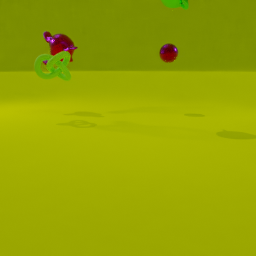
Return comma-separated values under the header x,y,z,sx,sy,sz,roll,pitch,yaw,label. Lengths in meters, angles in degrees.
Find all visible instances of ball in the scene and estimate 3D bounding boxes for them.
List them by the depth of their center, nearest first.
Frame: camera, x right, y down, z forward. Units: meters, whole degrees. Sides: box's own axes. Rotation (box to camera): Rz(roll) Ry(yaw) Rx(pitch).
x,y,z,sx,sy,sz,roll,pitch,yaw,label
1.566,-2.877,10.771,0.730,0.730,0.730,0,13,0,ball

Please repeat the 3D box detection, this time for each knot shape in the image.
x,y,z,sx,sy,sz,roll,pitch,yaw,label
-2.316,-2.052,9.116,1.235,1.156,0.571,18,45,-34,knot shape

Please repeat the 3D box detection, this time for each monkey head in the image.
x,y,z,sx,sy,sz,roll,pitch,yaw,label
-2.758,-3.049,10.912,1.827,1.101,1.315,32,50,25,monkey head

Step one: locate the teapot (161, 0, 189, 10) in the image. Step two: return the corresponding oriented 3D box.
x,y,z,sx,sy,sz,roll,pitch,yaw,label
1.309,-3.851,7.970,0.989,0.779,1.591,-22,54,-6,teapot
